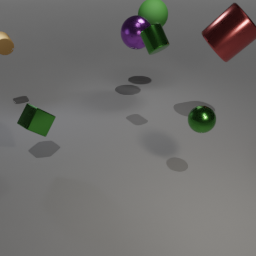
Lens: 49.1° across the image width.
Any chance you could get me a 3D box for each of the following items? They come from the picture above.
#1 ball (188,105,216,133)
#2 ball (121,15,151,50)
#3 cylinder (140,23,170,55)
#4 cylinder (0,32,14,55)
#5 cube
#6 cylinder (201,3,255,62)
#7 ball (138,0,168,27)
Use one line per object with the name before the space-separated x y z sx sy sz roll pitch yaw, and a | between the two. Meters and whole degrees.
ball | 1.859 -0.218 7.057 0.700 0.700 0.700 0 28 0
ball | 0.376 -4.124 12.119 1.400 1.400 1.400 0 28 0
cylinder | 0.819 -2.706 8.548 0.700 0.700 0.700 -25 3 1
cylinder | -4.926 -3.330 11.017 0.700 0.700 0.700 -16 45 -27
cube | -2.772 -0.242 8.481 0.700 0.700 0.700 21 -6 43
cylinder | 3.494 -3.230 9.561 1.400 1.400 1.400 36 30 -25
ball | 1.158 -5.263 13.008 1.400 1.400 1.400 0 28 0
